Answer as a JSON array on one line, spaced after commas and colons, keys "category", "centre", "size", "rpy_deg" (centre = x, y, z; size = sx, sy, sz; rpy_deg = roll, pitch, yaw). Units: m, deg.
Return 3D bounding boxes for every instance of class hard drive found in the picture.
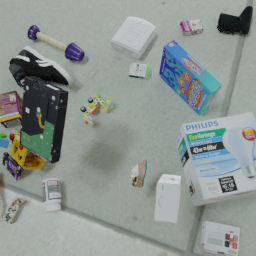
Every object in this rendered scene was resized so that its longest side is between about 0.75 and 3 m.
[{"category": "hard drive", "centre": [-2.399, -0.230, 7.885], "size": [1.483, 2.122, 0.402], "rpy_deg": [24, 23, 30]}]

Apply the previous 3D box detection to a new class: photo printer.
[{"category": "photo printer", "centre": [0.318, -4.353, 13.233], "size": [1.625, 0.678, 1.953], "rpy_deg": [26, 69, 12]}]

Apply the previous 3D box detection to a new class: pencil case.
[{"category": "pencil case", "centre": [-4.181, 2.986, 10.258], "size": [0.437, 0.380, 0.976], "rpy_deg": [17, 67, 22]}]

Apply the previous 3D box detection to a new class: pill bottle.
[{"category": "pill bottle", "centre": [-2.814, 2.491, 10.330], "size": [0.648, 0.648, 1.139], "rpy_deg": [-10, 68, -4]}]

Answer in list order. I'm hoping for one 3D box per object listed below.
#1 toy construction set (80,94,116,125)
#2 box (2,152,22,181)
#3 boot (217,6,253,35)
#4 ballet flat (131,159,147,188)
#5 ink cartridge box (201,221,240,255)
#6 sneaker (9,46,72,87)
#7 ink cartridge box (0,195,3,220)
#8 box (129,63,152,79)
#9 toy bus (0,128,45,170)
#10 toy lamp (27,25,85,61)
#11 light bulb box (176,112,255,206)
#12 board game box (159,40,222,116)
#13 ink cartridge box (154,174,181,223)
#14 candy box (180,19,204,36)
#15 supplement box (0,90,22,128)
[{"category": "toy construction set", "centre": [-1.361, -0.760, 11.722], "size": [1.073, 0.754, 1.636], "rpy_deg": [35, 60, 13]}, {"category": "box", "centre": [-4.459, 1.470, 10.750], "size": [0.990, 0.708, 0.179], "rpy_deg": [43, 43, 17]}, {"category": "boot", "centre": [5.221, -5.351, 13.712], "size": [1.490, 0.673, 1.818], "rpy_deg": [14, 68, 10]}, {"category": "ballet flat", "centre": [0.334, 1.521, 9.089], "size": [0.458, 1.363, 0.464], "rpy_deg": [2, 43, -4]}, {"category": "ink cartridge box", "centre": [3.206, 3.918, 9.794], "size": [1.208, 0.506, 1.060], "rpy_deg": [11, 67, 5]}, {"category": "sneaker", "centre": [-3.935, -2.242, 12.216], "size": [2.971, 1.085, 1.662], "rpy_deg": [33, 74, 22]}, {"category": "ink cartridge box", "centre": [-5.503, 2.661, 10.411], "size": [1.486, 0.462, 1.846], "rpy_deg": [-13, 63, -5]}, {"category": "box", "centre": [0.554, -2.601, 12.770], "size": [0.967, 0.176, 0.698], "rpy_deg": [9, 67, 5]}, {"category": "toy bus", "centre": [-3.982, 0.870, 10.783], "size": [1.872, 1.984, 1.025], "rpy_deg": [18, 98, 0]}, {"category": "toy lamp", "centre": [-3.315, -3.881, 12.977], "size": [2.850, 0.829, 0.829], "rpy_deg": [26, 69, 12]}, {"category": "light bulb box", "centre": [3.477, 1.157, 10.307], "size": [2.748, 1.730, 2.772], "rpy_deg": [-11, 67, -4]}, {"category": "board game box", "centre": [2.425, -1.993, 11.499], "size": [0.602, 2.036, 2.677], "rpy_deg": [-37, 71, -14]}, {"category": "ink cartridge box", "centre": [0.988, 1.667, 6.781], "size": [0.520, 1.229, 0.888], "rpy_deg": [3, 91, 14]}, {"category": "candy box", "centre": [3.102, -4.917, 13.681], "size": [0.995, 0.303, 0.678], "rpy_deg": [-11, 67, -4]}, {"category": "supplement box", "centre": [-4.919, -0.786, 11.710], "size": [0.860, 0.678, 1.313], "rpy_deg": [-15, 68, -6]}]
